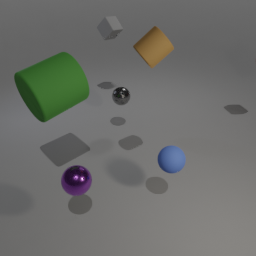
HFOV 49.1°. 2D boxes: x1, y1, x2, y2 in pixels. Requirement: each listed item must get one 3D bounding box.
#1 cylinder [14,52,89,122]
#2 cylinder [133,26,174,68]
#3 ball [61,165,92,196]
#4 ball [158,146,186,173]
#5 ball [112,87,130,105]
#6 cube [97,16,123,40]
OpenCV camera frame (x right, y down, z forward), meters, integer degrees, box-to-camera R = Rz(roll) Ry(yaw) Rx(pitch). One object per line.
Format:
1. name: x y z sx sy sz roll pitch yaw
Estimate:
1. cylinder: -1.969 -1.073 7.323 1.400 1.400 1.400 -34 44 -26
2. cylinder: 0.599 -1.897 6.609 0.700 0.700 0.700 -41 32 11
3. ball: -1.174 1.198 6.397 0.700 0.700 0.700 0 31 0
4. ball: 1.095 0.792 7.057 0.700 0.700 0.700 0 31 0
5. ball: -0.257 -1.205 10.578 0.700 0.700 0.700 0 31 0
6. cube: -0.783 -4.337 12.161 0.700 0.700 0.700 -29 -3 -46
